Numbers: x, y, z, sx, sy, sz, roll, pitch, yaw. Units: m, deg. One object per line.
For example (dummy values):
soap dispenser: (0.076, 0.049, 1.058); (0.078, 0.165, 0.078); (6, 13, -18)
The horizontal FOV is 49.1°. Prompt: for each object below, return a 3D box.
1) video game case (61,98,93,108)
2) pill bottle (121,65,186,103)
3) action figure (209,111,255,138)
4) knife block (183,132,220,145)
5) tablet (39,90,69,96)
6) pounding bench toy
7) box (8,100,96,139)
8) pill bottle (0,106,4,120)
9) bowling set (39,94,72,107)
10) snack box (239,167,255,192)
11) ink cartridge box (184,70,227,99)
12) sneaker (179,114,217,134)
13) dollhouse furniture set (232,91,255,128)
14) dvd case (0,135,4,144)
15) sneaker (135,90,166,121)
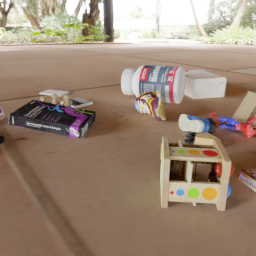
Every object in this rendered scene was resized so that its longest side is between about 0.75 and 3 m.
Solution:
video game case: (-2.303, -1.137, 12.608); (1.082, 0.126, 0.984); (20, 28, 39)
pill bottle: (1.144, -2.039, 12.840); (2.714, 1.623, 1.623); (7, 22, 21)
action figure: (3.764, -0.215, 9.385); (0.922, 0.608, 1.863); (-32, 34, -21)
knife block: (2.169, 0.385, 8.412); (0.812, 0.296, 0.925); (-10, 24, -22)
tablet: (-3.790, -1.824, 14.439); (1.324, 0.090, 0.861); (9, 23, 22)
pounding bench toy: (1.441, 0.798, 6.194); (1.401, 1.116, 1.796); (2, 21, 5)
box: (-2.528, -0.362, 9.708); (2.480, 0.448, 1.773); (9, 22, 4)
pill bottle: (-5.087, -0.435, 10.122); (0.594, 0.594, 1.065); (8, 22, 20)
bowling set: (-2.861, -1.132, 11.675); (1.445, 0.776, 1.006); (4, 22, 11)
snack box: (3.895, 1.111, 6.506); (2.449, 0.298, 0.880); (-6, 22, -16)
ink cartridge box: (3.566, -2.277, 14.313); (1.776, 1.004, 2.424); (-5, 22, -13)
sneaker: (2.349, -0.111, 9.372); (0.843, 0.581, 1.515); (7, 6, -17)
dollhouse furniture set: (4.941, -0.198, 9.940); (1.617, 1.318, 1.538); (29, 5, -32)
dvd case: (-5.170, 0.700, 7.667); (2.016, 0.248, 2.825); (7, 22, 15)
sneaker: (0.828, -0.817, 10.908); (1.124, 0.935, 2.495); (-10, 16, 7)
